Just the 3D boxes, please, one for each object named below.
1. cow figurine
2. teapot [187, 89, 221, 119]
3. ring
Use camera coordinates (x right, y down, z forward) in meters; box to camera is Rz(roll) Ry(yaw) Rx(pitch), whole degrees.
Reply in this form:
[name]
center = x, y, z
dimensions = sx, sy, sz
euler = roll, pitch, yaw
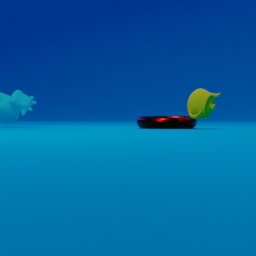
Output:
[cow figurine]
center = -3.551, -0.608, 8.705
dimensions = 1.398, 0.780, 1.421
euler = 15, -36, -2
[teapot]
center = 2.010, -0.634, 7.415
dimensions = 0.644, 0.818, 1.316
euler = 17, 45, 37
[ring]
center = 1.117, -0.166, 8.143
dimensions = 1.742, 0.348, 1.742
euler = 0, 1, 0
